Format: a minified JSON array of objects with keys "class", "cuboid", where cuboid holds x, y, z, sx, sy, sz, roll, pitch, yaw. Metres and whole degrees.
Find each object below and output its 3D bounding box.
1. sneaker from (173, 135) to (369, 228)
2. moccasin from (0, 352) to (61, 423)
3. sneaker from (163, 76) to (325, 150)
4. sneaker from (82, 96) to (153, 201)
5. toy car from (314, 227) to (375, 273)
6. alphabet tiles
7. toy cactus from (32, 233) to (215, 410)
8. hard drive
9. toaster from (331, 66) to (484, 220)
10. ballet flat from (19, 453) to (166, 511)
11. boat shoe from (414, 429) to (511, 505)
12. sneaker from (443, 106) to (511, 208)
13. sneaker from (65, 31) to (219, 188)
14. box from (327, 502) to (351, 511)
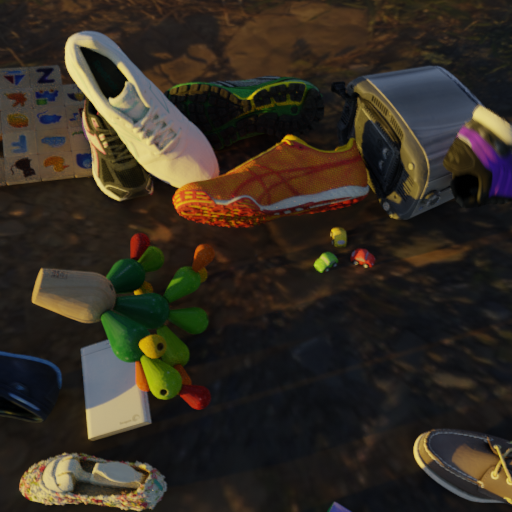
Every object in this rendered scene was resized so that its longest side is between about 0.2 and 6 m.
[{"class":"sneaker","cuboid":[0.222,-1.201,8.899,3.310,1.208,1.277,-12,84,-26]},{"class":"moccasin","cuboid":[-3.721,1.592,6.962,2.411,0.970,0.822,7,48,-10]},{"class":"sneaker","cuboid":[-0.302,-2.721,10.517,3.132,1.222,1.334,0,26,5]},{"class":"sneaker","cuboid":[-2.541,-2.027,9.741,0.949,1.020,2.363,-24,66,-21]},{"class":"toy car","cuboid":[1.311,-0.035,8.896,0.884,0.210,0.940,-31,58,-21]},{"class":"alphabet tiles","cuboid":[-4.128,-2.519,10.444,3.445,0.130,2.880,-9,60,-15]},{"class":"toy cactus","cuboid":[-1.626,0.624,7.352,2.377,1.473,2.881,16,41,-27]},{"class":"hard drive","cuboid":[-1.873,1.702,7.403,0.817,0.165,1.238,-18,62,5]},{"class":"toaster","cuboid":[2.680,-2.083,9.564,1.869,1.644,2.894,-16,57,-17]},{"class":"ballet flat","cuboid":[-1.960,2.615,6.670,1.791,0.572,0.677,2,44,2]},{"class":"boat shoe","cuboid":[3.084,2.587,6.612,2.334,0.695,0.839,20,56,15]},{"class":"sneaker","cuboid":[3.484,-1.144,8.267,1.183,2.378,0.827,-51,40,14]},{"class":"sneaker","cuboid":[-1.820,-2.159,8.866,1.119,3.182,1.275,-44,19,4]},{"class":"box","cuboid":[0.852,3.829,5.822,1.199,0.494,2.043,25,58,18]}]
